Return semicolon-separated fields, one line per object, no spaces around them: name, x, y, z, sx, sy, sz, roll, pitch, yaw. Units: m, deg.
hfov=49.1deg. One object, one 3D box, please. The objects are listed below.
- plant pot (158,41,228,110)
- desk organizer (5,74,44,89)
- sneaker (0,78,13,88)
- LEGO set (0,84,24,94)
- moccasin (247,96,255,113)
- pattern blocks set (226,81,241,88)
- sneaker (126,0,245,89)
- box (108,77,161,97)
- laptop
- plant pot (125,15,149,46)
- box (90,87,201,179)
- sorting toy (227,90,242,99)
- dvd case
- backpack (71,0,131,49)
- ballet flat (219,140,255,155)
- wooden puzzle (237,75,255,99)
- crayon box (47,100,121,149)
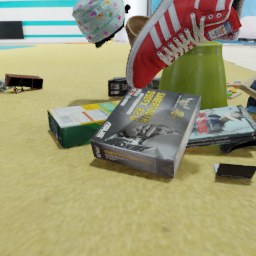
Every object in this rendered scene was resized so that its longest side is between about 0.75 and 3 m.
plant pot;2.114;-1.567;9.167;2.537;2.443;2.537;0;21;0
desk organizer;-4.766;-2.124;12.922;1.579;0.566;0.608;-4;21;-42
sneaker;-5.901;-2.072;13.434;0.513;0.354;0.922;-28;-13;17
LEGO set;-5.687;-1.880;12.733;1.757;0.498;1.141;-4;21;-11
moccasin;5.291;-1.288;10.503;1.134;0.961;2.818;13;24;31
pattern blocks set;5.047;-2.190;14.050;1.764;0.143;1.550;-2;21;-6
sneaker;1.079;-1.637;5.240;1.459;2.594;0.924;40;15;29
box;0.370;-1.744;11.608;2.116;0.668;2.684;1;13;3
laptop;2.200;0.775;5.792;0.723;0.448;0.772;4;21;10
plant pot;0.729;-3.232;10.391;1.950;0.900;1.950;13;47;-15
box;0.519;-0.062;6.659;1.903;0.581;2.403;12;43;22
sorting toy;4.246;-1.552;12.265;1.101;0.217;1.189;18;27;39
dvd case;1.899;-0.035;7.433;2.594;0.285;1.893;-6;22;11
backpack;-0.971;-3.700;9.281;1.978;1.500;2.370;-35;30;17
ballet flat;2.923;0.414;6.950;1.403;0.466;0.399;-9;54;-9
wooden puzzle;5.158;-1.135;9.172;2.421;0.605;2.614;40;41;23
crayon box;-0.875;-0.194;8.063;2.507;0.647;1.576;-11;24;-24
